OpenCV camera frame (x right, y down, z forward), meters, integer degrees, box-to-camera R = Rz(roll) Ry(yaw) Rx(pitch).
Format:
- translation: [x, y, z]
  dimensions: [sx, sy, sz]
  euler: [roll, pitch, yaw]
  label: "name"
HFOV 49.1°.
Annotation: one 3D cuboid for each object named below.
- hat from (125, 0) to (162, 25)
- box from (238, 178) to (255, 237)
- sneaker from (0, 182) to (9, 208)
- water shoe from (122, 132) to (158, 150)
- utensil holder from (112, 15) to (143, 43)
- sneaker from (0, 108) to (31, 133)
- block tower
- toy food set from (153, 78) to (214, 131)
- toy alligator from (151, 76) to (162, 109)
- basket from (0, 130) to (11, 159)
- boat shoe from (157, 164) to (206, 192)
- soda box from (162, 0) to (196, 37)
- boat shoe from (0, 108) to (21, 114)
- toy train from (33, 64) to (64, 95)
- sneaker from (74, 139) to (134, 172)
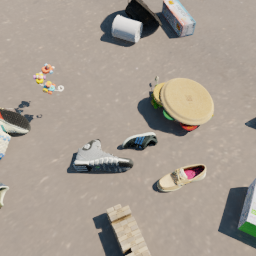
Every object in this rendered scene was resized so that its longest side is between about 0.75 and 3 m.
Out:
- translation: [0.599, -6.208, 15.124]
  dimensions: [1.175, 2.914, 2.914]
  euler: [-43, 55, 22]
  label: "hat"
- translation: [4.830, 2.778, 9.028]
  dimensions: [1.964, 0.950, 1.733]
  euler: [21, 57, 14]
  label: "box"
- translation: [-4.614, 2.597, 9.369]
  dimensions: [0.791, 0.590, 1.761]
  euler: [4, 51, 9]
  label: "sneaker"
- translation: [0.482, 0.571, 10.876]
  dimensions: [1.417, 0.507, 0.559]
  euler: [-17, 59, -11]
  label: "water shoe"
- translation: [-0.029, -5.139, 14.557]
  dimensions: [1.312, 1.115, 1.115]
  euler: [20, 57, 12]
  label: "utensil holder"
- translation: [-5.132, -0.149, 11.269]
  dimensions: [2.299, 1.075, 0.809]
  euler: [19, 36, -19]
  label: "sneaker"
- translation: [0.164, 3.671, 8.527]
  dimensions: [0.731, 0.782, 2.706]
  euler: [-20, 58, -13]
  label: "block tower"
- translation: [2.408, -1.055, 11.615]
  dimensions: [2.453, 0.597, 2.428]
  euler: [-16, 65, -24]
  label: "toy food set"
- translation: [1.394, -1.517, 12.387]
  dimensions: [0.502, 0.548, 1.850]
  euler: [29, 49, -29]
  label: "toy alligator"
- translation: [-5.308, 0.770, 10.346]
  dimensions: [1.561, 1.231, 1.770]
  euler: [33, 83, 5]
  label: "basket"
- translation: [1.929, 1.694, 9.984]
  dimensions: [1.880, 0.650, 0.693]
  euler: [-18, 57, -12]
  label: "boat shoe"
- translation: [2.750, -6.109, 15.423]
  dimensions: [0.860, 0.799, 2.515]
  euler: [-16, 57, -11]
  label: "soda box"
- translation: [-5.396, -0.570, 11.678]
  dimensions: [1.698, 0.505, 0.610]
  euler: [-9, 55, -6]
  label: "boat shoe"
- translation: [-3.001, -1.894, 10.589]
  dimensions: [0.954, 0.353, 1.270]
  euler: [-29, 78, -27]
  label: "toy train"
- translation: [-0.886, 0.936, 10.445]
  dimensions: [2.194, 0.823, 1.267]
  euler: [0, 53, 1]
  label: "sneaker"
